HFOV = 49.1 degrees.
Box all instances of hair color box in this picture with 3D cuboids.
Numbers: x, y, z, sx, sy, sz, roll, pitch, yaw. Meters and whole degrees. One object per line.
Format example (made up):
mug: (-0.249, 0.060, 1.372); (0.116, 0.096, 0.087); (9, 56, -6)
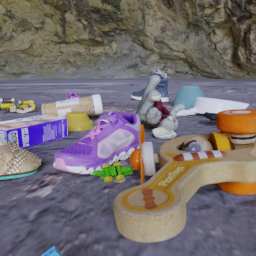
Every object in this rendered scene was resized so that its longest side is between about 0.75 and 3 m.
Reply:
hair color box: (-2.488, 0.080, 6.976); (0.967, 0.573, 1.770); (9, 17, 34)

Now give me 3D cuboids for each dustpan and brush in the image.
dustpan and brush: (2.900, -0.771, 10.891); (2.832, 0.811, 1.977); (4, 10, -16)

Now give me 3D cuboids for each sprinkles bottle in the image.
sprinkles bottle: (-1.863, -0.660, 9.477); (1.970, 0.672, 0.672); (-10, 13, -6)

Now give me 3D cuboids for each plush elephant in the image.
plush elephant: (0.916, -0.373, 7.681); (1.290, 1.666, 1.372); (21, 24, -6)

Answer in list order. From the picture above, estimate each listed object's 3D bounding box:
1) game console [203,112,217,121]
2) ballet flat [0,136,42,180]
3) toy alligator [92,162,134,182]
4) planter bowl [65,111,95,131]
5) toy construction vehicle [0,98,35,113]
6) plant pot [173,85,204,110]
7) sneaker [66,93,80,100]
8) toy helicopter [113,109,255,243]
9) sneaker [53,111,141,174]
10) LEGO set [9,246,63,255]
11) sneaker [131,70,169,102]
game console: (3.397, -0.337, 9.064); (2.069, 0.249, 1.220); (3, 9, -16)
ballet flat: (-2.970, 0.378, 4.582); (2.950, 0.963, 1.040); (-3, 9, -16)
toy alligator: (-0.136, 0.740, 4.680); (0.953, 0.283, 0.259); (-4, -28, -19)
planter bowl: (-1.595, -0.250, 8.706); (1.147, 0.478, 1.147); (0, 13, 0)
toy construction vehicle: (-4.822, -0.889, 11.744); (1.720, 0.606, 1.497); (-2, 1, -22)
plant pot: (2.879, -1.454, 13.036); (1.502, 1.012, 1.502); (1, 12, 0)
sneaker: (-2.363, -1.099, 11.860); (0.743, 0.816, 1.846); (-7, 13, -23)
toy helicopter: (0.653, 0.511, 3.702); (1.965, 1.172, 2.971); (3, 14, 30)
sneaker: (-0.467, 0.202, 5.395); (0.904, 0.994, 2.248); (11, 18, 38)
LEGO set: (-0.411, 1.292, 1.694); (0.516, 0.555, 1.353); (-34, 26, -9)
sneaker: (1.206, -2.385, 15.719); (2.408, 1.740, 0.916); (7, 16, 35)
